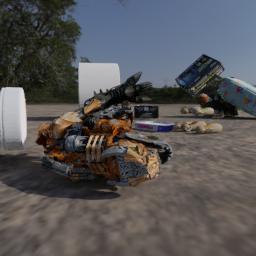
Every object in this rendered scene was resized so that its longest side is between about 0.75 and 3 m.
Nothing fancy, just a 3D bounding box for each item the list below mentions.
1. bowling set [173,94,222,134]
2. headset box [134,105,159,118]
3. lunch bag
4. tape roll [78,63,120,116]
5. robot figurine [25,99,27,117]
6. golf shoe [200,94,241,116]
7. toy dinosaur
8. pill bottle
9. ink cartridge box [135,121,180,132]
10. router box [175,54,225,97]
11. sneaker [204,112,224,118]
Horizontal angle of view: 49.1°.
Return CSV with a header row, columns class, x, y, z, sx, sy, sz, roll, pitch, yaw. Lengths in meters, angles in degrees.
class,x,y,z,sx,sy,sz,roll,pitch,yaw
bowling set,1.928,-0.428,8.280,0.876,1.135,1.631,-5,4,-28
headset box,0.965,-0.860,14.438,1.224,0.618,1.646,0,6,4
lunch bag,6.039,-1.547,13.941,2.277,1.094,2.839,-1,34,-41
tape roll,-1.384,-1.702,12.992,1.784,2.598,2.598,0,6,-9
robot figurine,-5.097,-0.753,10.499,2.420,0.704,1.754,5,31,-26
golf shoe,4.716,-1.076,15.020,2.973,1.148,1.309,7,-6,-34
toy dinosaur,-0.470,0.051,3.659,2.539,1.297,1.723,30,40,34
pill bottle,-2.699,-0.105,3.926,2.332,1.306,1.306,-2,6,-16
ink cartridge box,0.866,-0.049,8.545,0.646,0.253,1.365,-4,5,-35
router box,3.191,-2.393,12.632,0.567,1.825,1.367,44,7,-33
sneaker,4.233,-0.598,13.769,0.940,0.354,0.414,6,-8,30
